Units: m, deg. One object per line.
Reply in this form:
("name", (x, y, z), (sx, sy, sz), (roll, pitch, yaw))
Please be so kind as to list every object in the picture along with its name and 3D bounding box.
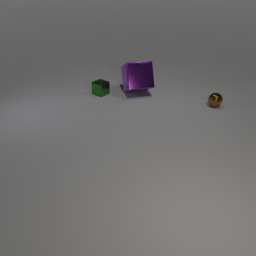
("ball", (4.273, -1.378, 13.686), (0.700, 0.700, 0.700), (0, 30, 0))
("cube", (-1.466, -2.157, 15.067), (0.700, 0.700, 0.700), (22, 36, 34))
("cube", (0.492, -2.727, 14.918), (1.400, 1.400, 1.400), (-7, 6, -12))
